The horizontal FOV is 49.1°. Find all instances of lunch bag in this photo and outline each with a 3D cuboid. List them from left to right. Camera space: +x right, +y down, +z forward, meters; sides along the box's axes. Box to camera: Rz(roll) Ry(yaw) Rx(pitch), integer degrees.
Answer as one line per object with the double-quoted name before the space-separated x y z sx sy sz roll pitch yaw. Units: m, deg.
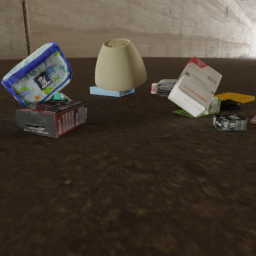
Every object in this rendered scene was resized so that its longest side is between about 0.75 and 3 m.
"lunch bag" -3.156 -1.788 9.780 2.151 1.612 2.529 -44 0 -13

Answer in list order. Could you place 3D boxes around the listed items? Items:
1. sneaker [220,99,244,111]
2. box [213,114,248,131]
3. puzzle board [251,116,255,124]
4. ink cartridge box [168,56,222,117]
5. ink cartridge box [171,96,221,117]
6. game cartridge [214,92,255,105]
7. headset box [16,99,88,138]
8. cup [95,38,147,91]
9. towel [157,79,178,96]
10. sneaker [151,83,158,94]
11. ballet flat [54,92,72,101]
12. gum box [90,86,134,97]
"sneaker" 4.027 -0.963 11.471 1.367 0.411 0.713 9 19 12
"box" 3.259 -0.183 8.994 0.849 0.366 0.695 -1 18 -5
"puzzle board" 5.630 -0.261 9.525 2.410 0.210 1.816 12 21 32
"ink cartridge box" 2.431 -1.482 10.094 1.309 0.762 1.797 34 58 -4
"ink cartridge box" 2.650 -0.888 10.865 1.558 0.590 1.152 -12 21 -35
"game cartridge" 4.828 -1.352 12.976 1.562 0.253 1.377 -16 24 -35
"headset box" -2.407 -0.346 8.871 1.472 0.743 1.980 7 19 22
"cup" -0.283 -2.168 9.167 1.766 1.263 1.766 -4 36 3
"towel" 2.449 -2.059 14.376 1.789 0.766 1.481 4 16 17
"sneaker" 1.425 -2.136 14.995 0.361 0.501 0.958 3 19 4
"ballet flat" -2.680 -1.084 11.830 0.597 0.597 1.663 -9 22 -27
"gum box" -0.818 -2.026 14.791 1.805 0.402 1.534 10 20 28
